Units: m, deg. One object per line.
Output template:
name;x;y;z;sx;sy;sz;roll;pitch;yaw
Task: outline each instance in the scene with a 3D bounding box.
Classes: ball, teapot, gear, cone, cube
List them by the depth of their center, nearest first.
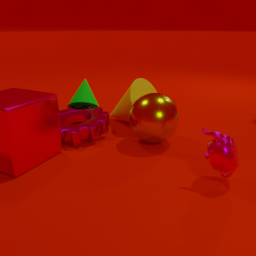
teapot;1.666;0.448;5.080;0.551;1.126;0.700;-14;22;28
cube;-2.388;-0.004;5.924;1.359;1.359;1.359;11;23;26
ball;0.624;-0.242;6.727;1.207;1.207;1.207;0;21;0
gear;-1.420;-0.113;7.333;1.848;0.342;1.848;-4;25;2
cone;-0.010;-0.529;8.176;1.446;1.441;1.441;-16;8;38
cone;-1.327;-1.064;8.530;0.955;0.958;0.955;1;-15;0
